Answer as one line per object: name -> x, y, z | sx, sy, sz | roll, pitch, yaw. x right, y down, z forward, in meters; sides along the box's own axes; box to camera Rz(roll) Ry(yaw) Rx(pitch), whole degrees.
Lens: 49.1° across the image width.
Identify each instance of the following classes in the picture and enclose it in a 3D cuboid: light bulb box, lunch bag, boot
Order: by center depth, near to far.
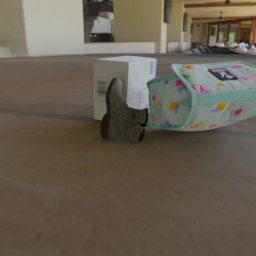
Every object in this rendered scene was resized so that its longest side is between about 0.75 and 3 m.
lunch bag -> 2.008, -0.785, 7.188 | 2.383, 1.705, 2.797 | -5, 0, -15
boot -> 0.005, -0.482, 7.561 | 1.211, 1.853, 0.628 | 3, -22, 13
light bulb box -> -0.064, -1.318, 9.187 | 1.224, 1.944, 1.961 | 13, 21, 26
